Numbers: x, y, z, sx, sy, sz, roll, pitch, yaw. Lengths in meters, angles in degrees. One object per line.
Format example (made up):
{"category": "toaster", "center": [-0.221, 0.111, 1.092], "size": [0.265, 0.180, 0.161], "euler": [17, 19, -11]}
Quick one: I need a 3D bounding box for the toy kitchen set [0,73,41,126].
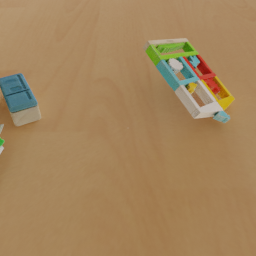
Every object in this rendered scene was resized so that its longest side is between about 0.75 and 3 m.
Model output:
{"category": "toy kitchen set", "center": [-4.008, -1.096, 6.983], "size": [2.876, 2.304, 1.694], "euler": [-21, 48, -22]}

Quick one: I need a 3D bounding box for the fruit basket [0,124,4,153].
{"category": "fruit basket", "center": [-3.476, 0.531, 6.374], "size": [1.410, 0.661, 1.306], "euler": [-12, 47, 40]}

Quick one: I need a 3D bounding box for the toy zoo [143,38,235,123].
{"category": "toy zoo", "center": [1.852, -1.328, 7.796], "size": [1.888, 0.295, 2.879], "euler": [-20, 71, -42]}
